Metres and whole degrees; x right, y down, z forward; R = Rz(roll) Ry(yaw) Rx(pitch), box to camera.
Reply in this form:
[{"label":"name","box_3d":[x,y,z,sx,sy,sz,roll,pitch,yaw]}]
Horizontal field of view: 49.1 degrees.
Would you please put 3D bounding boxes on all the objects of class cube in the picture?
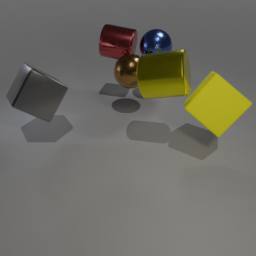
[{"label":"cube","box_3d":[2.790,-0.803,8.952,1.400,1.400,1.400,40,18,0]},{"label":"cube","box_3d":[-3.180,-1.251,9.754,1.400,1.400,1.400,26,5,-36]}]

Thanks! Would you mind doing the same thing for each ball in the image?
[{"label":"ball","box_3d":[1.200,-3.524,12.051,1.400,1.400,1.400,0,32,0]},{"label":"ball","box_3d":[0.113,-2.326,11.497,1.400,1.400,1.400,0,32,0]}]

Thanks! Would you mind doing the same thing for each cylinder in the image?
[{"label":"cylinder","box_3d":[1.143,-1.639,8.684,1.400,1.400,1.400,-3,29,21]},{"label":"cylinder","box_3d":[-0.411,-3.734,12.325,1.400,1.400,1.400,13,34,8]}]
